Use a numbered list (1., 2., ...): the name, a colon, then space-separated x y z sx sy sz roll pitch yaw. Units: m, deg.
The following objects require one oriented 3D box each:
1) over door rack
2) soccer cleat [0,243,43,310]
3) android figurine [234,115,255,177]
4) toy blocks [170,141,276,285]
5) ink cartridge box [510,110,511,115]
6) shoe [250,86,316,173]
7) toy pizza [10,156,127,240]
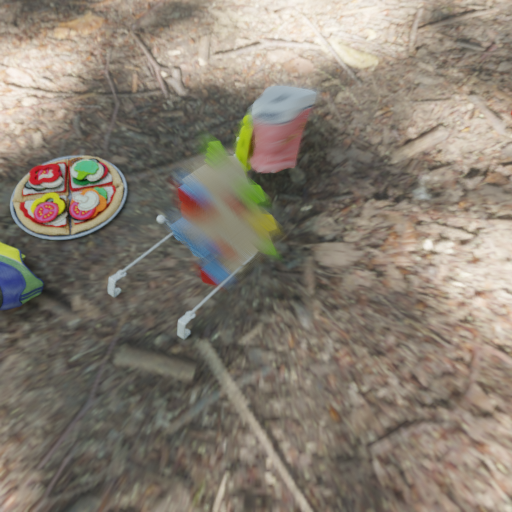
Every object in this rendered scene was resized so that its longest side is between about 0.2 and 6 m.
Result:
1. over door rack: -1.096 0.076 8.767 1.535 0.692 2.078 28 58 21
2. soccer cleat: -4.338 0.004 8.912 2.547 0.823 1.065 37 30 30
3. android figurine: -0.182 -1.850 9.656 0.255 1.132 1.243 14 16 6
4. toy blocks: -0.541 -0.449 7.241 1.169 1.711 0.855 -39 30 -30
5. ink cartridge box: 5.714 -2.761 11.022 0.926 0.536 1.595 -6 53 -5
6. shoe: 0.439 -2.262 9.826 0.865 1.101 2.421 12 28 11
7. toy pizza: -3.326 -1.129 9.907 2.032 0.322 2.032 0 53 0
